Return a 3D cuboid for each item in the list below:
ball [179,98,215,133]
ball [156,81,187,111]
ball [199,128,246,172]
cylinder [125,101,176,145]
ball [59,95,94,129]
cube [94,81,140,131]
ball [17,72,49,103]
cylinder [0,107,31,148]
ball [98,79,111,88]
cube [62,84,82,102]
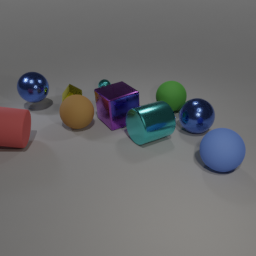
[{"bbox_3d":[2.723,-0.482,11.107,1.400,1.400,1.400,0,29,0],"label":"ball"},{"bbox_3d":[1.975,-1.458,12.834,1.400,1.400,1.400,0,29,0],"label":"ball"},{"bbox_3d":[3.016,0.696,8.986,1.400,1.400,1.400,0,29,0],"label":"ball"},{"bbox_3d":[0.838,-0.212,10.593,1.400,1.400,1.400,-16,33,-27],"label":"cylinder"},{"bbox_3d":[-2.080,-0.661,11.430,1.400,1.400,1.400,0,29,0],"label":"ball"},{"bbox_3d":[-0.446,-0.970,11.834,1.400,1.400,1.400,-20,35,-24],"label":"cube"},{"bbox_3d":[-4.316,-1.852,12.757,1.400,1.400,1.400,0,29,0],"label":"ball"},{"bbox_3d":[-4.351,-0.036,10.065,1.400,1.400,1.400,6,29,-8],"label":"cylinder"},{"bbox_3d":[-1.245,-2.248,14.928,0.700,0.700,0.700,0,29,0],"label":"ball"},{"bbox_3d":[-2.637,-1.509,13.243,0.700,0.700,0.700,25,33,-31],"label":"cube"}]
